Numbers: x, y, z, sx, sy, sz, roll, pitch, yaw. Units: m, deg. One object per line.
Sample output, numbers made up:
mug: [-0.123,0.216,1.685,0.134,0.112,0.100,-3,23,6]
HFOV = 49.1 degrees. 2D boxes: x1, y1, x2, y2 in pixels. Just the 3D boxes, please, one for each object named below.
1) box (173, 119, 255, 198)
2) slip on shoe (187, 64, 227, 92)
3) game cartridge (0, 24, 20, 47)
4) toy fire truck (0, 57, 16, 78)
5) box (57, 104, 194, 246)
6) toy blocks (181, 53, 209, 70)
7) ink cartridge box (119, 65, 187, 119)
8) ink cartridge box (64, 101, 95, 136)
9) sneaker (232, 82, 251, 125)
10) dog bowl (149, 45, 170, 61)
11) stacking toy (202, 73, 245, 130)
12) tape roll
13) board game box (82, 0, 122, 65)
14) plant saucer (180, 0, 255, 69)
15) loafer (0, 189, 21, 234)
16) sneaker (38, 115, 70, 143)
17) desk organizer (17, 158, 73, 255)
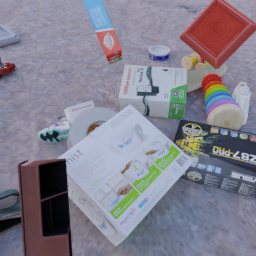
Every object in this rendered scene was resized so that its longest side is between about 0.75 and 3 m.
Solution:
box: [2.630,0.805,8.478,2.614,0.642,2.107,13,45,16]
slip on shoe: [2.848,-1.956,11.707,2.630,0.805,0.974,-22,62,-5]
game cartridge: [-7.359,-5.167,15.708,1.692,0.520,2.543,-24,45,-30]
toy fire truck: [-5.958,-2.888,12.756,1.674,0.939,1.406,20,26,21]
box: [-0.122,1.051,6.991,2.303,1.262,2.610,42,57,13]
toy blocks: [3.667,-3.121,13.114,1.830,0.665,1.525,-28,47,-29]
ink cartridge box: [0.934,-1.380,10.499,2.406,0.999,1.764,4,56,6]
ink cartridge box: [-1.428,-0.176,9.125,0.899,1.227,0.527,-20,5,-27]
sneaker: [4.043,-0.929,10.254,0.762,1.013,2.035,12,43,12]
dog bowl: [1.571,-3.753,14.061,1.032,0.407,1.032,0,40,0]
stacking toy: [3.238,-1.046,10.124,1.192,1.192,2.791,1,39,2]
tape roll: [-0.805,0.369,8.356,1.935,0.639,1.935,9,60,-16]
board game box: [-0.741,-2.966,8.469,0.487,1.846,2.413,-22,7,2]
plant saucer: [2.895,-3.187,9.148,1.841,1.838,0.338,49,14,20]
loafer: [-3.656,2.417,6.351,2.835,1.019,0.892,-29,56,-33]
sneaker: [-2.365,-0.065,9.618,1.526,0.593,1.067,-9,38,-24]
desk organizer: [-1.310,1.393,4.535,0.679,1.763,0.632,-4,0,-9]
